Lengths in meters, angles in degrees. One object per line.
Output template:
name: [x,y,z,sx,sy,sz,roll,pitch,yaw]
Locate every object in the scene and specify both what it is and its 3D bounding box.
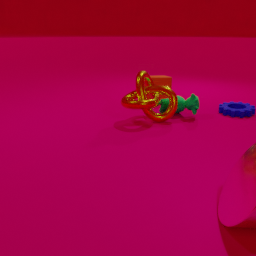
gear: [3.832,-0.665,9.878,1.200,0.222,1.200,-2,22,1]
cone: [2.426,1.154,4.205,1.500,1.494,1.494,29,24,3]
cow figurine: [1.735,-0.776,9.445,1.278,0.701,1.257,-10,10,-13]
cube: [1.176,-1.624,11.398,0.945,0.945,0.945,-3,15,-11]
knot shape: [0.779,-0.915,8.905,1.672,0.826,1.787,31,51,1]
